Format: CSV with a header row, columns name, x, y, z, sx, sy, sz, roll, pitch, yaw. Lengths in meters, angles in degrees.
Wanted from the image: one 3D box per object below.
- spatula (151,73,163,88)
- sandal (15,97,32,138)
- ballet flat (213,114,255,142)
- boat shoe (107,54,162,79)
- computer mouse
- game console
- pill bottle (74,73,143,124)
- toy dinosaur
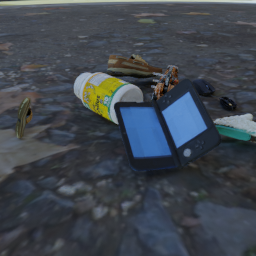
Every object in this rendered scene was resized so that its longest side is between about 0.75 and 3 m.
name,x,y,z,sx,sy,sz,roll,pitch,yaw
spatula,1.453,-1.850,11.211,1.076,0.748,0.086,7,-4,-16
sandal,-3.026,-0.303,8.270,0.350,1.296,0.521,3,21,-41
ballet flat,3.627,0.039,7.939,2.385,0.856,0.856,18,34,17
boat shoe,0.330,-2.598,11.693,2.567,0.948,0.971,-3,4,-32
computer mouse,3.271,-1.378,10.804,0.747,0.433,2.547,-12,33,-23
game console,0.910,-0.176,7.136,1.323,1.908,2.235,23,39,-43
pill bottle,-0.750,-1.097,9.426,1.341,1.341,2.379,-26,40,-36
toy dinosaur,1.133,-1.089,9.007,1.120,1.488,2.192,33,56,22
